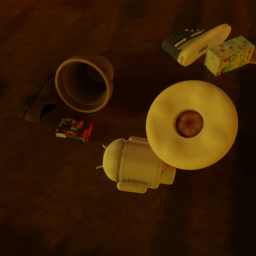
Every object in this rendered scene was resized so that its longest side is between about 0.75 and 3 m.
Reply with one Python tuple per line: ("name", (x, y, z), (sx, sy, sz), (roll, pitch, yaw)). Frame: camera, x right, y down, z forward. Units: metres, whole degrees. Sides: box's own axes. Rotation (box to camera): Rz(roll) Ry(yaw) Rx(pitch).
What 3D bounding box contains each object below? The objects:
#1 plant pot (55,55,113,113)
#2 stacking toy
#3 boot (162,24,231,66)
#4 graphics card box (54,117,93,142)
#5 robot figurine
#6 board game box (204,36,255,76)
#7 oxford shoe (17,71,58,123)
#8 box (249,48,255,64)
("plant pot", (-1.234, -1.708, 9.481), (1.890, 1.890, 1.649), (14, 36, 11))
("stacking toy", (1.830, 0.139, 7.327), (2.050, 2.805, 2.050), (-6, 76, 23))
("boot", (2.810, -3.691, 11.393), (2.911, 1.059, 1.315), (-33, 63, -23))
("graphics card box", (-1.727, 0.048, 8.872), (1.052, 0.268, 0.660), (9, 52, 9))
("robot figurine", (0.234, 0.947, 7.546), (2.087, 1.179, 1.770), (10, 44, 7))
("board game box", (3.869, -2.764, 10.740), (1.569, 0.808, 0.823), (-23, 54, -12))
("oxford shoe", (-2.699, -1.027, 9.518), (0.964, 0.830, 2.284), (24, 57, 0))
("box", (5.298, -2.907, 11.377), (1.205, 0.128, 0.985), (14, 52, 12))
